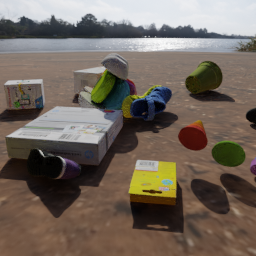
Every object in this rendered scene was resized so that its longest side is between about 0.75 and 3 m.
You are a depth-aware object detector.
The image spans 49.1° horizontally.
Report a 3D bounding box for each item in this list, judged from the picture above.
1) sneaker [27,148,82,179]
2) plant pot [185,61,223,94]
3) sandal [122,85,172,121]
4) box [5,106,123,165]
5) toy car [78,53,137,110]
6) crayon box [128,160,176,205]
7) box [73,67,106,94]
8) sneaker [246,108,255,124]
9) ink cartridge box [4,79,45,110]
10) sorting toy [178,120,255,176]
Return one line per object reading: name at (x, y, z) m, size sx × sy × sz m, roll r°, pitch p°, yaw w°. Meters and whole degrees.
sneaker at (-1.545, 0.807, 5.808) m, size 1.454 × 0.551 × 0.636 m, roll 10°, pitch -7°, yaw 44°
plant pot at (3.583, -2.337, 13.698) m, size 1.437 × 1.513 × 1.513 m, roll -31°, pitch 34°, yaw -34°
sandal at (0.905, -0.825, 9.846) m, size 1.066 × 0.973 × 2.448 m, roll 20°, pitch 34°, yaw 34°
box at (-1.486, 0.065, 7.596) m, size 2.232 × 0.589 × 2.863 m, roll 4°, pitch 20°, yaw 9°
toy car at (-0.530, -1.408, 10.348) m, size 1.879 × 2.193 × 2.506 m, roll 35°, pitch 15°, yaw -11°
crayon box at (0.479, 1.024, 5.191) m, size 0.818 × 0.327 × 1.288 m, roll 3°, pitch 18°, yaw 9°
box at (-1.396, -2.335, 13.791) m, size 1.406 × 1.102 × 2.260 m, roll 11°, pitch 22°, yaw 30°
sneaker at (4.626, -0.227, 8.454) m, size 1.919 × 0.576 × 1.001 m, roll 9°, pitch 16°, yaw 15°
ink cartridge box at (-4.052, -1.343, 11.074) m, size 1.352 × 0.992 × 0.987 m, roll -5°, pitch 20°, yaw -12°
sorting toy at (2.079, 0.327, 6.028) m, size 1.941 × 0.673 × 0.668 m, roll 25°, pitch 46°, yaw 10°
